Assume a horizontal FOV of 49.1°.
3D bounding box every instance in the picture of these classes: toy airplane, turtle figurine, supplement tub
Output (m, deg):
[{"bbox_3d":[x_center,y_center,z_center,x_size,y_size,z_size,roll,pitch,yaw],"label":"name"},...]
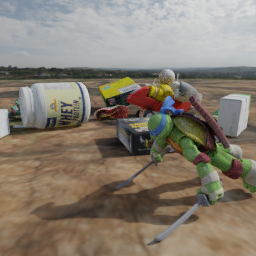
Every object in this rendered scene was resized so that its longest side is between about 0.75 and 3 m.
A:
[{"bbox_3d":[1.702,-1.295,11.006,2.824,1.993,2.811,2,7,27],"label":"toy airplane"},{"bbox_3d":[-4.053,-0.792,11.305,1.869,0.941,1.399,-11,-4,19],"label":"turtle figurine"},{"bbox_3d":[-2.562,-0.798,9.789,2.141,1.552,1.552,-7,14,-29],"label":"supplement tub"},{"bbox_3d":[1.066,0.724,4.727,2.133,2.200,1.583,16,-18,-22],"label":"turtle figurine"}]

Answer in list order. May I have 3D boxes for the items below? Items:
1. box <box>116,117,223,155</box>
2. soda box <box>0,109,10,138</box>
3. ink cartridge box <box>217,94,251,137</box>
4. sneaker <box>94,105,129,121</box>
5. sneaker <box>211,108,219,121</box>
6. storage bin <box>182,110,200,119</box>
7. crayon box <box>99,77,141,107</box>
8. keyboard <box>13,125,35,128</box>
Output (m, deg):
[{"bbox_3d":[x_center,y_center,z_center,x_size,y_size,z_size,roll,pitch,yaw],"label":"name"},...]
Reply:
[{"bbox_3d":[1.049,0.123,7.881,2.450,0.592,1.940,-3,13,-13],"label":"box"},{"bbox_3d":[-4.283,0.071,7.633,0.869,0.812,2.552,1,13,6],"label":"soda box"},{"bbox_3d":[3.472,-0.462,9.154,0.680,1.178,1.613,11,16,31],"label":"ink cartridge box"},{"bbox_3d":[-0.672,-0.662,11.503,1.482,0.577,0.609,-4,12,-21],"label":"sneaker"},{"bbox_3d":[3.494,-0.557,10.953,0.455,0.525,1.184,11,13,39],"label":"sneaker"},{"bbox_3d":[2.195,-0.334,10.178,0.556,0.602,0.827,3,7,-42],"label":"storage bin"},{"bbox_3d":[-0.405,-1.746,13.891,1.770,0.708,2.788,-18,24,-5],"label":"crayon box"},{"bbox_3d":[-3.567,-0.062,9.998,0.990,0.053,0.279,-1,13,-5],"label":"keyboard"}]
